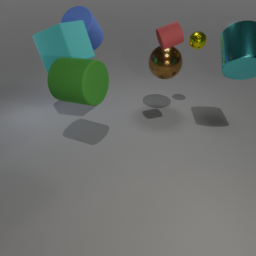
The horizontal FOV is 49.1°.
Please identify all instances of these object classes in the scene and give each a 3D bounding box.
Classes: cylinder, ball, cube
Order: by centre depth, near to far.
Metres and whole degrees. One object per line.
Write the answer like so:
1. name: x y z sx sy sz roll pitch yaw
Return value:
1. cylinder: -1.542 -1.477 8.832 1.400 1.400 1.400 11 33 27
2. cylinder: 1.331 -2.940 8.936 0.700 0.700 0.700 -22 33 3
3. cylinder: 3.808 -2.530 9.262 1.400 1.400 1.400 3 71 5
4. cube: -2.337 -3.025 10.379 1.400 1.400 1.400 -8 19 31
5. ball: 2.763 -3.468 11.098 0.700 0.700 0.700 0 32 0
6. ball: 1.544 -2.713 11.567 1.400 1.400 1.400 0 32 0
7. cylinder: -1.911 -4.156 11.886 1.400 1.400 1.400 10 -8 15
